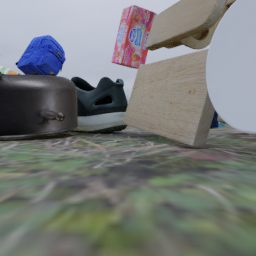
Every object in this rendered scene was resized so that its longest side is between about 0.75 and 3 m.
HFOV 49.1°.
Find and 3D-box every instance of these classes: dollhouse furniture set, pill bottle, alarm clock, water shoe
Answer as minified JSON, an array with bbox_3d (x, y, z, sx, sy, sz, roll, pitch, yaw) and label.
[{"bbox_3d":[1.697,-0.808,3.891,2.518,2.394,2.051,15,2,-20],"label":"dollhouse furniture set"},{"bbox_3d":[1.888,-0.459,2.281,2.378,1.332,1.332,-1,2,-25],"label":"pill bottle"},{"bbox_3d":[-1.845,-0.438,4.623,1.970,0.972,2.921,-1,5,-12],"label":"alarm clock"},{"bbox_3d":[-1.139,-0.506,6.021,2.875,1.135,1.028,2,3,36],"label":"water shoe"}]

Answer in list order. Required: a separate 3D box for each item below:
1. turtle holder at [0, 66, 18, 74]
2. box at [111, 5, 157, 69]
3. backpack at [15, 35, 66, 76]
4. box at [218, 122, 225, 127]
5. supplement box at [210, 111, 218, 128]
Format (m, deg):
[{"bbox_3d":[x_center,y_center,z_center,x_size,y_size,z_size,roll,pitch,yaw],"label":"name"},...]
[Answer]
[{"bbox_3d":[-3.735,-0.823,7.378,2.212,1.680,1.571,0,2,-19],"label":"turtle holder"},{"bbox_3d":[0.208,-3.628,11.385,1.076,2.273,1.166,9,11,-25],"label":"box"},{"bbox_3d":[-2.989,-2.549,10.309,1.349,1.608,1.307,0,-30,27],"label":"backpack"},{"bbox_3d":[2.163,-0.409,9.726,1.108,0.662,2.692,0,2,-12],"label":"box"},{"bbox_3d":[1.790,-0.346,7.672,1.039,0.698,1.040,2,3,39],"label":"supplement box"}]
